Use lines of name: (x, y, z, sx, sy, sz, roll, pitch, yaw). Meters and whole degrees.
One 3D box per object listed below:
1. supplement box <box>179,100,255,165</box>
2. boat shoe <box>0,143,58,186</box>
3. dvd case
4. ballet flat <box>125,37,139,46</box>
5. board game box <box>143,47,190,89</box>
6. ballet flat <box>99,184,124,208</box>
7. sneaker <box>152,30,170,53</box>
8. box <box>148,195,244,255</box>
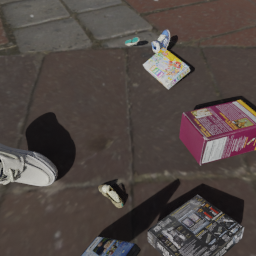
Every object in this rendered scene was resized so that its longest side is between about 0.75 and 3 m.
supplement box: (2.555, 0.086, 7.650, 1.894, 0.977, 1.240, -12, 41, -14)
boat shoe: (-2.937, 0.891, 6.640, 2.627, 0.945, 0.863, 32, 22, -25)
dvd case: (-0.673, 2.669, 5.139, 0.177, 2.017, 1.439, 48, 61, -5)
ballet flat: (0.228, -3.525, 11.478, 0.798, 0.277, 0.277, 4, 39, 46)
board game box: (1.390, -2.223, 10.323, 1.038, 0.264, 1.544, -41, 52, 2)
ballet flat: (-0.425, 1.649, 7.073, 0.295, 0.327, 0.869, -36, 57, -26)
sneaker: (1.263, -3.426, 11.013, 0.395, 0.981, 0.718, 23, 17, 41)
box: (1.438, 2.279, 6.009, 1.631, 0.406, 1.286, -25, 36, -30)
